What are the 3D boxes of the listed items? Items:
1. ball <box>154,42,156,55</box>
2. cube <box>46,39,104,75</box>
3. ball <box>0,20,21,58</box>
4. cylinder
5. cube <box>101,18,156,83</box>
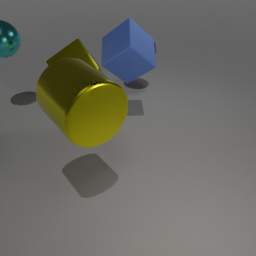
[{"bbox_3d":[0.658,-3.748,13.428,1.400,1.400,1.400,0,32,0],"label":"ball"},{"bbox_3d":[-1.785,-2.024,10.073,1.400,1.400,1.400,-34,78,3],"label":"cube"},{"bbox_3d":[-4.861,-3.394,10.723,1.400,1.400,1.400,0,32,0],"label":"ball"},{"bbox_3d":[-0.944,-0.538,5.689,1.400,1.400,1.400,-21,42,-30],"label":"cylinder"},{"bbox_3d":[0.019,-2.736,10.102,1.400,1.400,1.400,-24,54,35],"label":"cube"}]
